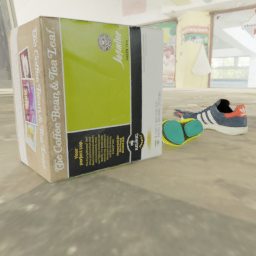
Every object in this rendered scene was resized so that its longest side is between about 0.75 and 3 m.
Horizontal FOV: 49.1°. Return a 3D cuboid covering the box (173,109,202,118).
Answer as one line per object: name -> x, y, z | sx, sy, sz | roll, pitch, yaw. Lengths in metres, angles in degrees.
box -> 2.867, -0.633, 12.676 | 1.083, 0.299, 1.585 | -3, 11, -14

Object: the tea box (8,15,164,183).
tea box -> -0.828, -0.679, 5.985 | 2.742, 2.787, 1.862 | -8, 13, -37

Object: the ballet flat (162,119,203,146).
ballet flat -> 1.334, 0.141, 7.805 | 0.730, 0.727, 2.177 | -19, -7, 40

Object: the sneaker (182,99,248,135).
sneaker -> 2.970, -0.503, 9.783 | 0.970, 1.094, 2.589 | -8, 13, -38
